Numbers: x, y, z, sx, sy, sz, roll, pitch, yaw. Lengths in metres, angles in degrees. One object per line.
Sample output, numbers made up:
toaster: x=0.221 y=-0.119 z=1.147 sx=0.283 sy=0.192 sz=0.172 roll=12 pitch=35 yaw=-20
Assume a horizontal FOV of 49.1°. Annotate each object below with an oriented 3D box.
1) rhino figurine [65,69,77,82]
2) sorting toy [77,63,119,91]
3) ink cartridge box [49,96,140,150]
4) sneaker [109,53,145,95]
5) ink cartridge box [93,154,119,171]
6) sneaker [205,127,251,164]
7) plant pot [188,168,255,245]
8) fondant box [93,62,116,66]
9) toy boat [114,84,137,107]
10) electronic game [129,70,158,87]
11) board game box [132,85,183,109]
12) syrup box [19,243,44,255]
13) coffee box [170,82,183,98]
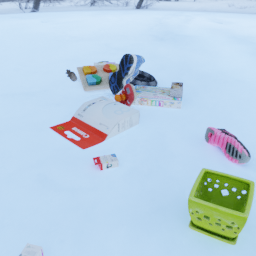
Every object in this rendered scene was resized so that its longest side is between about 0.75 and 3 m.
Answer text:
rhino figurine: x=-2.613 y=-2.457 z=12.936 sx=0.489 sy=1.118 sz=0.334 roll=40 pitch=83 yaw=5
sorting toy: x=-1.472 y=-3.065 z=16.129 sx=2.601 sy=0.513 sz=2.810 roll=-9 pitch=40 yaw=-15
ink cartridge box: x=-1.366 y=-0.349 z=11.471 sx=2.965 sy=0.701 sz=2.374 roll=-25 pitch=38 yaw=-39
sneaker: x=-0.077 y=-2.559 z=13.847 sx=1.054 sy=2.735 sz=1.036 roll=-16 pitch=71 yaw=-37
ink cartridge box: x=-0.743 y=1.134 z=9.273 sx=0.788 sy=0.265 sz=0.458 roll=-9 pitch=30 yaw=-15
sneaker: x=3.692 y=0.538 z=9.955 sx=0.987 sy=0.818 sz=2.070 roll=-1 pitch=28 yaw=-25
plant pot: x=2.225 y=1.949 z=6.852 sx=1.344 sy=1.220 sz=1.338 roll=15 pitch=33 yaw=24
fondant box: x=-1.491 y=-3.907 z=18.083 sx=1.468 sy=0.428 sz=1.059 roll=-2 pitch=30 yaw=-6
toy boat: x=-0.220 y=-1.377 z=12.624 sx=0.867 sy=1.326 sz=0.866 roll=-11 pitch=70 yaw=-24
electronic game: x=0.621 y=-2.799 z=15.860 sx=2.184 sy=0.454 sz=2.184 roll=12 pitch=31 yaw=-7
board game box: x=1.451 y=-1.567 z=13.915 sx=2.481 sy=0.425 sz=1.668 roll=6 pitch=30 yaw=11
syrup box: x=-2.181 y=2.961 z=5.885 sx=0.382 sy=0.395 sz=0.970 roll=8 pitch=30 yaw=13
coffee box: x=2.361 y=-1.866 z=13.581 sx=0.581 sy=0.405 sz=1.016 roll=6 pitch=30 yaw=10
